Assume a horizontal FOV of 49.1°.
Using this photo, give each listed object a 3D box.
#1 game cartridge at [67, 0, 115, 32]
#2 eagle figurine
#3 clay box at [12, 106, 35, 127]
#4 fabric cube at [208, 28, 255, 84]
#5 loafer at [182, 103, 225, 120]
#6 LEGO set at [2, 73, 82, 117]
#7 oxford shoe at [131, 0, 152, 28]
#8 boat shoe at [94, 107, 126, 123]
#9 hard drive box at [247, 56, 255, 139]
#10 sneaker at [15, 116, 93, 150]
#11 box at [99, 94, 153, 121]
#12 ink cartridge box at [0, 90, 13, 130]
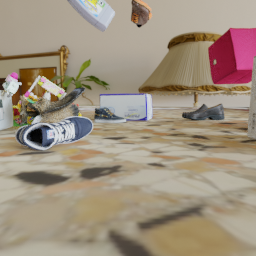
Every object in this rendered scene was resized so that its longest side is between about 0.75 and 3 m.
[{"bbox_3d":[-1.096,-3.494,7.881,1.553,1.035,0.314,39,-40,-23],"label":"game cartridge"},{"bbox_3d":[-1.971,-0.507,7.386,1.666,1.257,1.264,2,10,-21],"label":"eagle figurine"},{"bbox_3d":[-3.701,-0.407,9.294,2.778,0.661,1.596,1,6,5],"label":"clay box"},{"bbox_3d":[3.908,-2.467,9.809,1.524,1.495,1.519,-4,-8,-12],"label":"fabric cube"},{"bbox_3d":[3.249,-0.703,12.143,1.964,0.710,0.715,-3,7,-17],"label":"loafer"},{"bbox_3d":[-2.075,-0.764,8.095,2.811,1.046,1.293,27,16,-46],"label":"LEGO set"},{"bbox_3d":[0.393,-3.871,9.527,0.627,0.642,1.760,38,10,11],"label":"oxford shoe"},{"bbox_3d":[-0.700,-0.487,10.566,1.288,0.585,0.456,2,6,17],"label":"boat shoe"},{"bbox_3d":[3.145,-0.536,4.927,0.874,1.775,2.277,1,6,-6],"label":"hard drive box"},{"bbox_3d":[-1.227,0.080,5.022,1.442,0.505,0.782,-10,5,-25],"label":"sneaker"},{"bbox_3d":[-0.014,-0.940,12.377,1.991,1.136,2.165,0,6,11],"label":"box"},{"bbox_3d":[-4.300,-0.414,6.901,1.979,1.121,2.699,0,6,-3],"label":"ink cartridge box"}]
